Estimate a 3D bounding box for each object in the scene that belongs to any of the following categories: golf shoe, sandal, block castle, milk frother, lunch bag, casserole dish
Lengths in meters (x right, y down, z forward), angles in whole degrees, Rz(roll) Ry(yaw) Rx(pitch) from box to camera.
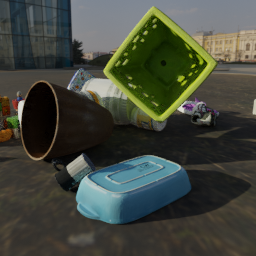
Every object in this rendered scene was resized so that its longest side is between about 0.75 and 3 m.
[{"bbox_3d":[2.939,-0.561,11.568,0.841,0.738,1.911,-9,15,-6],"label":"golf shoe"},{"bbox_3d":[3.107,-1.108,13.502,1.196,0.722,2.939,-10,19,-26],"label":"sandal"},{"bbox_3d":[-4.344,-0.479,9.888,1.971,1.384,2.950,8,17,30],"label":"block castle"},{"bbox_3d":[-1.176,0.798,5.924,0.731,0.777,0.701,-37,-7,1],"label":"milk frother"},{"bbox_3d":[-2.003,-1.931,12.138,0.987,1.232,0.465,32,-17,-17],"label":"lunch bag"},{"bbox_3d":[0.160,1.099,5.707,2.577,0.500,1.561,-12,19,-39],"label":"casserole dish"}]

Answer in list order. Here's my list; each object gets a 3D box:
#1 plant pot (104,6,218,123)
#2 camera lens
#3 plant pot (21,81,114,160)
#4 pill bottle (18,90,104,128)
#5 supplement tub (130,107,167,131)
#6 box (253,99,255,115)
[{"bbox_3d":[1.189,-2.151,9.591,2.656,2.643,2.410,42,23,0],"label":"plant pot"},{"bbox_3d":[-0.701,-1.075,11.345,2.198,1.759,1.759,9,17,25],"label":"camera lens"},{"bbox_3d":[-1.572,-0.142,8.046,2.218,2.073,2.073,4,8,-45],"label":"plant pot"},{"bbox_3d":[-2.229,-0.452,9.537,2.616,1.522,1.522,-10,18,-34],"label":"pill bottle"},{"bbox_3d":[0.770,-0.374,10.513,1.174,0.849,0.849,11,19,37],"label":"supplement tub"},{"bbox_3d":[6.805,-0.903,12.774,1.845,0.717,0.876,13,20,40],"label":"box"}]
